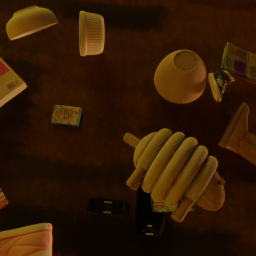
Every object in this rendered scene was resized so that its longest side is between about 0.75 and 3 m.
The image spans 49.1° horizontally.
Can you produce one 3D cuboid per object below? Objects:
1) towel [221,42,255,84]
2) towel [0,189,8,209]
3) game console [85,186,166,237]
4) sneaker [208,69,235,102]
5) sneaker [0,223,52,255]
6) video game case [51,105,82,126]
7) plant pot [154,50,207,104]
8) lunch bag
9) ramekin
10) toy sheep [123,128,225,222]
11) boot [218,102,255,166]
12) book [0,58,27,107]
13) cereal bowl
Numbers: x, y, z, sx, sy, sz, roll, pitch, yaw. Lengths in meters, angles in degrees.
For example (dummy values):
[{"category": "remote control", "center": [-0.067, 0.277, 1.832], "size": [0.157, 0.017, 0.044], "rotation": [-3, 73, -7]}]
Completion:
[{"category": "towel", "center": [4.782, -2.656, 11.506], "size": [1.910, 0.217, 1.371], "rotation": [20, 70, -10]}, {"category": "towel", "center": [-4.869, 2.423, 9.844], "size": [0.861, 0.136, 1.195], "rotation": [-35, 73, -13]}, {"category": "game console", "center": [-0.087, 2.761, 9.615], "size": [2.758, 0.332, 1.627], "rotation": [5, 69, 1]}, {"category": "sneaker", "center": [3.862, -1.737, 11.222], "size": [0.979, 0.539, 1.337], "rotation": [-10, 64, 1]}, {"category": "sneaker", "center": [-3.727, 4.007, 8.721], "size": [2.803, 1.055, 1.466], "rotation": [-10, 64, -8]}, {"category": "video game case", "center": [-2.417, -0.492, 10.985], "size": [1.086, 0.097, 0.777], "rotation": [6, 69, 2]}, {"category": "plant pot", "center": [2.129, -2.208, 10.940], "size": [2.123, 1.426, 2.123], "rotation": [0, 69, 1]}, {"category": "lunch bag", "center": [1.223, 1.763, 7.929], "size": [1.208, 0.755, 1.605], "rotation": [-5, 99, 9]}, {"category": "ramekin", "center": [-1.495, -3.829, 11.439], "size": [0.910, 1.733, 1.733], "rotation": [-2, 69, -13]}, {"category": "toy sheep", "center": [0.999, 0.955, 6.553], "size": [2.750, 1.896, 1.896], "rotation": [34, 73, 11]}, {"category": "boot", "center": [4.786, 0.404, 10.327], "size": [2.304, 0.762, 2.017], "rotation": [29, 85, 12]}, {"category": "book", "center": [-5.644, -2.089, 11.357], "size": [1.750, 0.630, 2.620], "rotation": [-41, 75, -16]}, {"category": "cereal bowl", "center": [-3.298, -3.598, 9.413], "size": [1.733, 1.733, 0.722], "rotation": [-24, 110, -9]}]
